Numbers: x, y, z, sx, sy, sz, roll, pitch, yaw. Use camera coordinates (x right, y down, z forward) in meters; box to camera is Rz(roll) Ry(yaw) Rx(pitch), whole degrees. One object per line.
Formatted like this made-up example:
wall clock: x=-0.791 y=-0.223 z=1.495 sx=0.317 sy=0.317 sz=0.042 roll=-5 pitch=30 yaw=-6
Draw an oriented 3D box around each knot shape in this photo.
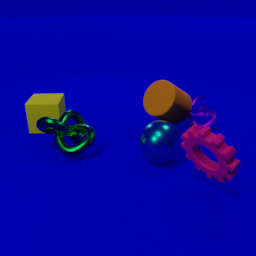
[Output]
knot shape: x=2.206 y=-0.534 z=8.692 sx=1.349 sy=0.623 sz=1.262 roll=38 pitch=40 yaw=20
knot shape: x=-1.593 y=0.051 z=7.063 sx=1.423 sy=0.703 sz=1.521 roll=16 pitch=22 yaw=-19

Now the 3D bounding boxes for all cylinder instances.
cylinder: x=1.116 y=-0.698 z=7.836 sx=1.014 sy=1.014 sz=1.014 roll=23 pitch=2 yaw=42

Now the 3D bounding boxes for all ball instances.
ball: x=0.769 y=0.325 z=6.548 sx=1.011 sy=1.011 sz=1.011 roll=0 pitch=24 yaw=0

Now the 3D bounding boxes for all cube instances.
cube: x=-2.409 y=-0.443 z=8.354 sx=0.937 sy=0.937 sz=0.937 roll=-1 pitch=24 yaw=-2

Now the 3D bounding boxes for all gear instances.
gear: x=1.519 y=0.488 z=5.274 sx=0.218 sy=1.181 sz=1.181 roll=-38 pitch=39 yaw=-21
